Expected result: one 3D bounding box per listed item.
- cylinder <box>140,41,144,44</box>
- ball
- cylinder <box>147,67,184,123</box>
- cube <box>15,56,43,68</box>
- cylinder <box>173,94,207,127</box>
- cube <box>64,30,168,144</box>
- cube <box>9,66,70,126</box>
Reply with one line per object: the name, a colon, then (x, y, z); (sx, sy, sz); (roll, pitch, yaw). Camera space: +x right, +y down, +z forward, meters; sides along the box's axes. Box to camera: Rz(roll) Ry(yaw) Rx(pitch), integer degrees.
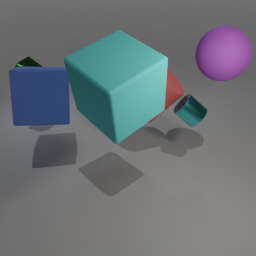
cylinder: (0.554, -4.050, 14.450); (0.700, 0.700, 0.700); (0, 3, 0)
ball: (2.486, -1.935, 7.340); (1.400, 1.400, 1.400); (0, 29, 0)
cylinder: (0.724, -1.108, 8.465); (1.400, 1.400, 1.400); (37, 28, -24)
cube: (-3.262, -1.768, 9.154); (0.700, 0.700, 0.700); (36, 35, -7)
cylinder: (1.806, -0.505, 8.131); (0.700, 0.700, 0.700); (39, 28, -11)
cube: (-0.206, -0.839, 5.630); (1.400, 1.400, 1.400); (-35, 56, -24)
cube: (-2.318, -0.911, 7.605); (1.400, 1.400, 1.400); (-2, 15, -12)
